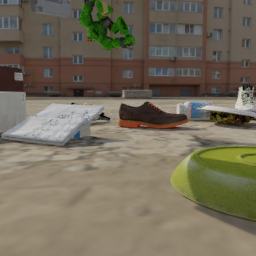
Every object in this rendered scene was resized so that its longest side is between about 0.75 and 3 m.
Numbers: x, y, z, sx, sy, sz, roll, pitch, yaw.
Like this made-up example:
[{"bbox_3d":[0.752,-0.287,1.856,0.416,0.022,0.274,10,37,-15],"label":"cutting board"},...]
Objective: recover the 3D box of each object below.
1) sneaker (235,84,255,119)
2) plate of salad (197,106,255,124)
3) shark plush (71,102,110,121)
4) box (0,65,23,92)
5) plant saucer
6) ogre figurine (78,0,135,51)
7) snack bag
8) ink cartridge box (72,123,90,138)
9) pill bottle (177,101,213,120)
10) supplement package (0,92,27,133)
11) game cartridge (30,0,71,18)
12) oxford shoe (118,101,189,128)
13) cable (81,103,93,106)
[{"bbox_3d":[5.334,-1.254,12.842,1.019,1.553,2.700,2,7,14],"label":"sneaker"},{"bbox_3d":[3.701,-0.427,10.306,2.372,0.570,2.372,9,4,-1],"label":"plate of salad"},{"bbox_3d":[-1.597,-0.494,10.794,1.872,0.851,0.780,-10,-19,-33],"label":"shark plush"},{"bbox_3d":[-5.480,-1.189,10.181,2.525,2.074,2.095,2,7,13],"label":"box"},{"bbox_3d":[1.677,0.534,3.442,2.281,0.354,2.281,-1,7,0],"label":"plant saucer"},{"bbox_3d":[-0.787,-3.324,9.161,2.053,1.007,1.231,29,-34,-31],"label":"ogre figurine"},{"bbox_3d":[-1.799,-0.203,7.110,1.940,0.220,2.057,4,29,27],"label":"snack bag"},{"bbox_3d":[-1.467,0.052,7.316,0.798,0.338,0.577,1,8,18],"label":"ink cartridge box"},{"bbox_3d":[2.829,-0.741,11.876,1.435,0.780,0.780,0,7,-3],"label":"pill bottle"},{"bbox_3d":[-3.942,-0.477,8.186,1.528,1.159,1.151,-7,10,-43],"label":"supplement package"},{"bbox_3d":[-1.634,-3.105,5.853,0.296,1.463,0.975,4,11,42],"label":"game cartridge"},{"bbox_3d":[0.824,-0.451,9.241,2.354,0.854,0.838,1,7,8],"label":"oxford shoe"},{"bbox_3d":[-2.824,-1.230,16.860,1.001,0.518,2.060,0,7,10],"label":"cable"}]
